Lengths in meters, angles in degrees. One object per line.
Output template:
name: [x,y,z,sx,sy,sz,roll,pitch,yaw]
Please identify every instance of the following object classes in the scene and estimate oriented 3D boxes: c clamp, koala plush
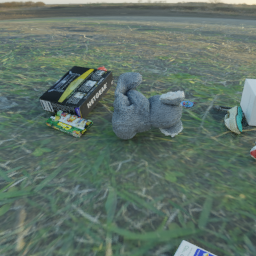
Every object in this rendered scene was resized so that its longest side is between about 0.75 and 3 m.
c clamp: [4.715,-0.853,13.015,1.371,0.186,1.171,14,23,21]
koala plush: [0.851,-0.615,10.794,2.649,2.349,2.434,4,40,8]

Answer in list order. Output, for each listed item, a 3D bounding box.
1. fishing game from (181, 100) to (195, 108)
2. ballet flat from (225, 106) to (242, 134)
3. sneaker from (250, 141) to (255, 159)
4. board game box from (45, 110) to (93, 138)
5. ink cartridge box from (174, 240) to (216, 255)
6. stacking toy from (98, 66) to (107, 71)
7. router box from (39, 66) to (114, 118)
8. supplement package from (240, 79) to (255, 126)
fishing game: [2.920,-1.241,13.951,0.932,0.145,0.667,-21,37,-35]
ballet flat: [4.418,-0.276,11.777,0.682,0.738,2.188,-18,14,30]
sneaker: [4.728,0.714,9.881,1.640,0.638,0.674,-12,25,-40]
board game box: [-2.459,-0.201,11.618,1.828,0.214,0.958,18,49,26]
ink cartridge box: [1.811,3.076,5.633,1.945,0.361,0.921,15,31,30]
stacking toy: [-2.137,-2.693,15.650,2.120,0.989,2.341,2,30,0]
router box: [-2.393,-1.806,13.495,2.334,0.775,2.969,14,48,25]
supplement package: [5.999,-1.166,12.462,1.383,1.400,2.309,5,29,10]
